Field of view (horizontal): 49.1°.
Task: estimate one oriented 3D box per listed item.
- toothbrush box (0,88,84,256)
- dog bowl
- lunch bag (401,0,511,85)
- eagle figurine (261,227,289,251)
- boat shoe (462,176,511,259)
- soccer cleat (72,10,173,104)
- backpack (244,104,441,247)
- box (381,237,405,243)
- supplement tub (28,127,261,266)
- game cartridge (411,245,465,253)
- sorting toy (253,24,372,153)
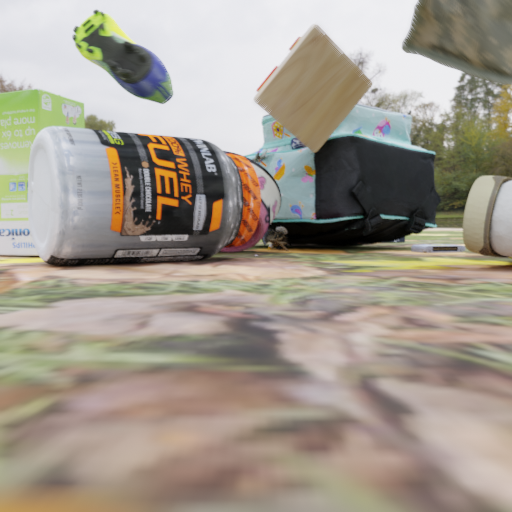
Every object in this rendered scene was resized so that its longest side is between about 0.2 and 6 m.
[{"bbox_3d":[-3.761,-1.249,8.958,1.802,2.475,1.065,2,4,23],"label":"toothbrush box"},{"bbox_3d":[-0.595,-0.812,9.382,1.956,0.721,1.956,8,-37,7],"label":"dog bowl"},{"bbox_3d":[3.468,-2.861,6.374,2.686,1.579,2.203,30,52,26],"label":"lunch bag"},{"bbox_3d":[0.366,-0.295,10.556,0.488,0.491,0.647,-18,9,0],"label":"eagle figurine"},{"bbox_3d":[3.757,-0.418,6.908,1.169,1.278,3.418,13,16,40],"label":"boat shoe"},{"bbox_3d":[-2.473,-3.600,10.281,2.788,0.901,1.166,45,2,36],"label":"soccer cleat"},{"bbox_3d":[1.313,-1.559,11.482,3.338,2.911,3.797,-4,-5,-39],"label":"backpack"},{"bbox_3d":[3.281,-0.892,14.388,1.011,1.110,0.578,-2,4,-32],"label":"box"},{"bbox_3d":[-1.412,-0.739,7.285,2.719,1.665,1.665,-3,4,-33],"label":"supplement tub"},{"bbox_3d":[3.189,-0.127,9.890,0.801,0.162,0.534,-1,0,-15],"label":"game cartridge"},{"bbox_3d":[0.841,-2.613,8.769,1.396,1.404,0.489,33,13,-32],"label":"sorting toy"}]
